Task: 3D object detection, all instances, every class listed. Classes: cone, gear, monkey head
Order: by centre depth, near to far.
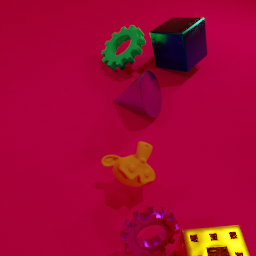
[{"bbox_3d":[0.419,1.999,5.369,1.120,1.120,0.207,-10,29,-9],"label":"gear"},{"bbox_3d":[0.161,0.824,6.399,1.414,0.852,1.017,21,80,-18],"label":"monkey head"},{"bbox_3d":[0.113,-0.899,8.343,1.355,1.350,1.350,-7,43,31],"label":"cone"},{"bbox_3d":[-0.175,-2.742,9.559,1.616,0.299,1.616,-18,56,29],"label":"gear"}]

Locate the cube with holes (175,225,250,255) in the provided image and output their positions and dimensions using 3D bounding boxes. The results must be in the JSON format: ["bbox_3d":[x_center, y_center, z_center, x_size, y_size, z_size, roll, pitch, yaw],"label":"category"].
[{"bbox_3d":[1.527,2.518,5.074,1.053,1.053,1.053,-3,49,-3],"label":"cube with holes"}]

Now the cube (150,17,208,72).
[{"bbox_3d":[1.716,-2.812,9.356,1.310,1.310,1.310,20,50,40],"label":"cube"}]
